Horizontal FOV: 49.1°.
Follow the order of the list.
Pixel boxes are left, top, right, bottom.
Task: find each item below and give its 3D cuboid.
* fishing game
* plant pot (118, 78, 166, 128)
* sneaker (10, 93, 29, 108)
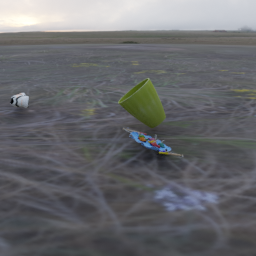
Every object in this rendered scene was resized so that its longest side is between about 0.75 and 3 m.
[{"bbox_3d":[0.554,0.288,6.893,1.121,0.243,1.565,13,12,-35],"label":"fishing game"},{"bbox_3d":[0.534,-0.636,8.265,1.142,1.220,1.142,-37,13,10],"label":"plant pot"},{"bbox_3d":[-3.979,-1.025,10.114,0.569,0.524,1.422,3,6,-30],"label":"sneaker"}]
